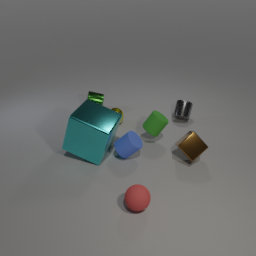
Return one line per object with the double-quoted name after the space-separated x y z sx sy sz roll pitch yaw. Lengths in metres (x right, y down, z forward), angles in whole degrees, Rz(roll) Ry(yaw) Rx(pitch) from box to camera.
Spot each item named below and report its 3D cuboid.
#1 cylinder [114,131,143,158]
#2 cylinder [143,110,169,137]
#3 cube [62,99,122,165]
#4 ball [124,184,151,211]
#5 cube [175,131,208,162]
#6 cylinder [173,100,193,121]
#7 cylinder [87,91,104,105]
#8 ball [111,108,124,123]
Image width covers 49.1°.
0.018 0.559 9.456 0.700 0.700 0.700 -38 16 27 "cylinder"
1.005 -0.165 10.219 0.700 0.700 0.700 31 22 -14 "cylinder"
-1.201 0.115 9.518 1.400 1.400 1.400 24 33 4 "cube"
0.255 1.856 7.463 0.700 0.700 0.700 0 30 0 "ball"
2.085 0.583 9.237 0.700 0.700 0.700 -42 0 2 "cube"
2.319 -0.752 11.849 0.700 0.700 0.700 16 -8 2 "cylinder"
-1.500 -1.264 12.687 0.700 0.700 0.700 11 28 -13 "cylinder"
-0.525 -0.503 11.690 0.700 0.700 0.700 0 30 0 "ball"
